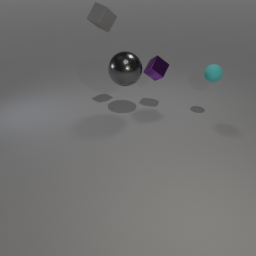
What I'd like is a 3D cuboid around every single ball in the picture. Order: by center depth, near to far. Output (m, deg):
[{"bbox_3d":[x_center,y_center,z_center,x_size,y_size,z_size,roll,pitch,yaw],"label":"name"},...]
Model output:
[{"bbox_3d":[3.425,-2.193,11.230,0.700,0.700,0.700,0,28,0],"label":"ball"},{"bbox_3d":[-0.113,-2.416,11.473,1.400,1.400,1.400,0,28,0],"label":"ball"}]

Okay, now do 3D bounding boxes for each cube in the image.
[{"bbox_3d":[-0.980,-4.172,10.568,0.700,0.700,0.700,36,9,31],"label":"cube"},{"bbox_3d":[1.217,-2.560,12.044,0.700,0.700,0.700,32,-16,-19],"label":"cube"}]
